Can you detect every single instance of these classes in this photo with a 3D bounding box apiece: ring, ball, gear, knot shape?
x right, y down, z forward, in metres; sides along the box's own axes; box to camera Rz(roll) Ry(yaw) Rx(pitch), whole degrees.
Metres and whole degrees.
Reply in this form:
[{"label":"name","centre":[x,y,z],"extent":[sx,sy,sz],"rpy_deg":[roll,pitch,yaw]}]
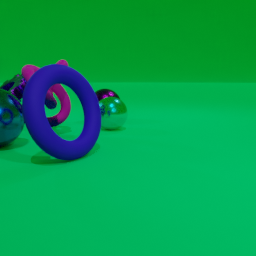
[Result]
[{"label":"ring","centre":[-1.081,-0.282,4.912],"extent":[0.339,1.696,1.696],"rpy_deg":[-11,2,34]},{"label":"ball","centre":[-0.459,-0.398,7.679],"extent":[0.910,0.910,0.910],"rpy_deg":[0,10,0]},{"label":"ball","centre":[-2.741,-0.205,5.700],"extent":[1.227,1.227,1.227],"rpy_deg":[0,10,0]},{"label":"gear","centre":[-3.817,-0.987,8.715],"extent":[1.926,0.356,1.926],"rpy_deg":[-24,34,17]},{"label":"knot shape","centre":[-1.868,-0.978,6.733],"extent":[0.787,1.704,1.595],"rpy_deg":[4,53,8]},{"label":"ball","centre":[-0.749,-0.750,9.190],"extent":[1.081,1.081,1.081],"rpy_deg":[0,10,0]}]
